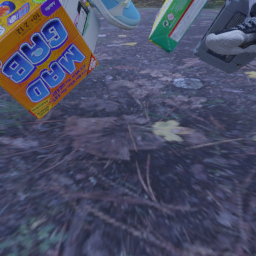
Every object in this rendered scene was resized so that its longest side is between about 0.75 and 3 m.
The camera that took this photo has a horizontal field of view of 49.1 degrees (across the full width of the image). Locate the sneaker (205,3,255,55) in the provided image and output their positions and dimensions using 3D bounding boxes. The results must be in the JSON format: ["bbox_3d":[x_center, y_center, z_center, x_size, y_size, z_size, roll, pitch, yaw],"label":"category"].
[{"bbox_3d":[2.062,-1.767,4.991,1.366,0.516,0.777,-1,68,7],"label":"sneaker"}]

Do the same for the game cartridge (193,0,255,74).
[{"bbox_3d":[2.679,-2.256,6.913,1.391,2.088,0.434,21,60,-5],"label":"game cartridge"}]

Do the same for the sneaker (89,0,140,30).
[{"bbox_3d":[-0.177,-3.807,7.353,1.735,2.657,1.057,-18,54,38],"label":"sneaker"}]

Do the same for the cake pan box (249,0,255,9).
[{"bbox_3d":[3.337,-2.571,5.192,2.041,2.216,0.580,4,20,32],"label":"cake pan box"}]

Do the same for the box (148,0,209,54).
[{"bbox_3d":[1.076,-2.534,5.630,0.577,1.399,2.384,29,34,-11],"label":"box"}]

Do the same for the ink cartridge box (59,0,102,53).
[{"bbox_3d":[-2.149,-3.108,7.470,1.964,1.139,2.712,14,-7,18],"label":"ink cartridge box"}]

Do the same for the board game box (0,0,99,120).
[{"bbox_3d":[-1.379,-1.092,3.825,1.174,1.174,1.175,-45,54,-8],"label":"board game box"}]
